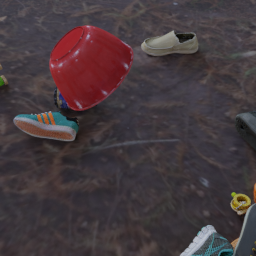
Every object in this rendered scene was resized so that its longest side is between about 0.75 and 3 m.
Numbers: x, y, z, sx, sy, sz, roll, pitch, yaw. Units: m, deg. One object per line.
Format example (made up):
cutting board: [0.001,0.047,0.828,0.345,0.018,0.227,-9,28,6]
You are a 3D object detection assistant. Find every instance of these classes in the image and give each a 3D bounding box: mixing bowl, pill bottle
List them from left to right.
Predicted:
pill bottle: [-1.907,-1.160,10.460,1.539,0.861,0.861,0,51,1]
mixing bowl: [-1.180,-1.771,7.363,2.374,1.286,2.374,-25,43,26]

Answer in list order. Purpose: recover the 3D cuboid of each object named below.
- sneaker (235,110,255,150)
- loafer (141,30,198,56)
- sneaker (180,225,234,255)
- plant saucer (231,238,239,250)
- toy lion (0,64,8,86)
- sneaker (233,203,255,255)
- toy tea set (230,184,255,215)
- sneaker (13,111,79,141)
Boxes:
sneaker: [4.956,0.422,9.011,1.674,1.117,2.922,-19,48,-7]
loafer: [1.904,-3.909,12.665,2.626,0.896,0.993,-5,51,-4]
sneaker: [1.779,3.335,6.727,0.963,0.819,2.112,25,55,40]
plant saucer: [3.537,3.809,6.676,2.664,0.499,2.664,0,51,-1]
toy lion: [-5.500,-2.455,11.079,0.570,1.659,1.591,-36,78,-23]
sneaker: [3.017,2.741,6.255,0.957,1.359,2.558,15,62,11]
toy tea set: [3.842,2.224,7.413,1.321,0.822,2.221,-16,34,-16]
sneaker: [-2.796,-0.182,9.776,2.200,0.785,0.879,13,51,0]
